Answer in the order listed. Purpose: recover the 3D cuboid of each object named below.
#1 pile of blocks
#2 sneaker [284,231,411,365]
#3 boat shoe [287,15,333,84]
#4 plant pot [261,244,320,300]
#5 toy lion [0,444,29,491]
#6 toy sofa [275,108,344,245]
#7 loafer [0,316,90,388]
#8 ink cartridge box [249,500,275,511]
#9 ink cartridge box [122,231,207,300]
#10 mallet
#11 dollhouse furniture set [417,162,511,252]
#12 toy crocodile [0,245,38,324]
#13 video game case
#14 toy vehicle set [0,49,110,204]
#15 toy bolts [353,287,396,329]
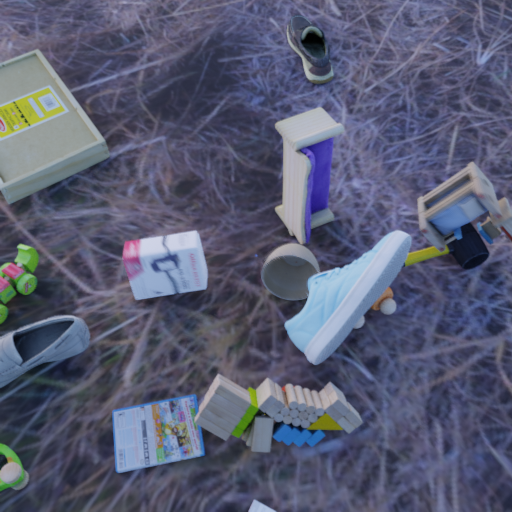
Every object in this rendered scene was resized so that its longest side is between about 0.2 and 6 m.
[{"bbox_3d":[0.345,2.554,9.239,2.653,1.089,0.824,8,13,-5],"label":"pile of blocks"},{"bbox_3d":[1.467,0.514,9.641,1.127,1.017,2.752,42,98,23],"label":"sneaker"},{"bbox_3d":[1.414,-5.473,14.302,0.892,0.820,2.496,-10,58,-7],"label":"boat shoe"},{"bbox_3d":[0.695,0.188,10.575,1.091,1.091,0.732,9,39,6],"label":"plant pot"},{"bbox_3d":[-4.427,3.445,8.809,1.277,0.438,1.224,-35,56,-21],"label":"toy lion"},{"bbox_3d":[1.064,-1.443,10.726,1.018,2.457,1.199,-23,54,-15],"label":"toy sofa"},{"bbox_3d":[-4.148,1.632,9.663,2.464,0.860,0.862,-23,60,-14],"label":"loafer"},{"bbox_3d":[0.183,4.428,8.194,1.093,0.277,1.241,23,60,14],"label":"ink cartridge box"},{"bbox_3d":[-1.662,0.181,10.402,1.371,0.992,0.578,-9,36,0],"label":"ink cartridge box"},{"bbox_3d":[2.925,-0.054,10.987,3.082,0.634,1.015,-10,58,-2],"label":"mallet"},{"bbox_3d":[4.145,-0.516,10.549,1.808,1.274,1.267,43,33,-16],"label":"dollhouse furniture set"},{"bbox_3d":[-4.795,0.662,10.441,0.678,0.620,2.009,27,61,16],"label":"toy crocodile"},{"bbox_3d":[-1.627,2.924,9.268,1.418,0.126,1.015,-10,57,-6],"label":"video game case"},{"bbox_3d":[-5.354,-3.143,12.966,2.417,0.516,3.890,-29,62,-18],"label":"toy vehicle set"},{"bbox_3d":[1.954,0.755,10.163,1.153,1.102,0.800,-31,52,-8],"label":"toy bolts"}]
